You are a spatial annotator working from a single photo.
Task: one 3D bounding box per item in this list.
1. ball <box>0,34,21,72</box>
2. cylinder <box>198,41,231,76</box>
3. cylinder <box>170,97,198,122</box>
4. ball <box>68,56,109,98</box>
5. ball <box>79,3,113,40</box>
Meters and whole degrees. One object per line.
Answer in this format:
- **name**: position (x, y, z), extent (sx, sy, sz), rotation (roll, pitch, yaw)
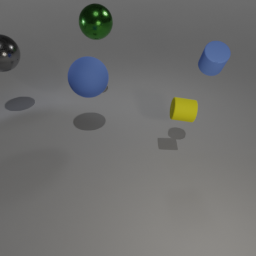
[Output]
- **ball**: position (-4.867, -2.858, 10.731), extent (1.400, 1.400, 1.400), rotation (0, 31, 0)
- **cylinder**: position (2.365, -1.911, 7.732), extent (0.700, 0.700, 0.700), rotation (1, 71, -1)
- **cylinder**: position (1.709, -0.564, 8.660), extent (0.700, 0.700, 0.700), rotation (8, 31, -4)
- **ball**: position (-1.369, -1.746, 9.661), extent (1.400, 1.400, 1.400), rotation (0, 31, 0)
- **ball**: position (-1.318, -4.344, 11.481), extent (1.400, 1.400, 1.400), rotation (0, 31, 0)
